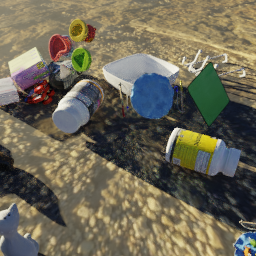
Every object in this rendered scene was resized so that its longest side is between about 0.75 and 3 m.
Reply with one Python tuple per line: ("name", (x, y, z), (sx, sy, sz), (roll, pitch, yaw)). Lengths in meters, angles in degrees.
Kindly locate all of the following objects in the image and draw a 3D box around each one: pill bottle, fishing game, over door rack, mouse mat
("pill bottle", (2.465, 0.849, 9.260), (2.202, 1.226, 1.226), (17, 41, 19))
("pill bottle", (-1.997, -0.895, 11.394), (1.351, 1.351, 2.321), (12, 40, 14))
("fishing game", (1.002, -1.368, 11.901), (2.813, 2.014, 0.437), (-8, 1, -12))
("fishing game", (3.282, 3.116, 6.980), (1.236, 0.268, 1.727), (4, 45, 14))
("over door rack", (4.601, -3.452, 15.056), (2.776, 0.925, 2.051), (-8, 39, -11))
("mouse mat", (2.069, -0.842, 7.100), (1.086, 1.350, 0.051), (-47, 28, -19))

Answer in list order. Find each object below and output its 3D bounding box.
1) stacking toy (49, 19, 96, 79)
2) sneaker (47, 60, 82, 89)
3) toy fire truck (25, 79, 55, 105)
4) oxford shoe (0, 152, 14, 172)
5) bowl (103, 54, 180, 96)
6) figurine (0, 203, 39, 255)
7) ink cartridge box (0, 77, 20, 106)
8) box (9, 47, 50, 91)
("stacking toy", (-1.828, -2.722, 9.969), (1.877, 1.699, 0.793), (-14, 1, 34))
("sneaker", (-3.598, -2.761, 14.193), (1.682, 1.093, 2.913), (7, 28, 17))
("toy fire truck", (-4.116, -1.527, 12.827), (1.171, 0.782, 1.394), (-19, 35, 15))
("oxford shoe", (-4.567, 1.059, 9.573), (1.361, 0.495, 0.575), (18, 36, -3))
("bowl", (0.624, -2.436, 13.583), (2.982, 1.113, 2.978), (-30, 47, -32))
("figurine", (-2.886, 2.851, 6.090), (0.855, 1.937, 1.985), (14, 40, 18))
("ink cartridge box", (-5.777, -1.704, 13.031), (1.052, 0.613, 1.456), (-19, 42, -22))
("box", (-4.958, -3.001, 14.070), (1.626, 0.894, 1.848), (-31, 42, -4))
